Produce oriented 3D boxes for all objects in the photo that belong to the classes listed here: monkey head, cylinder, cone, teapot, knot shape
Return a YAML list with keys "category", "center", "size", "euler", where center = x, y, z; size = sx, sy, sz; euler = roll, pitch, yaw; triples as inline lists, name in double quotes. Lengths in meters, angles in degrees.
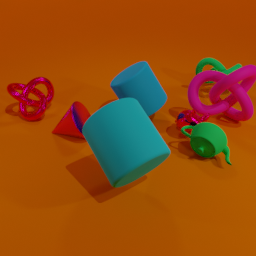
- category: "monkey head"
  center: [1.802, -0.256, 7.861]
  size: [0.891, 1.239, 0.746]
  euler: [-44, 90, -13]
- category: "cylinder"
  center: [-0.046, 0.308, 5.808]
  size: [1.364, 1.364, 1.364]
  euler: [-22, 69, -29]
- category: "cone"
  center: [-1.735, -0.048, 7.996]
  size: [1.116, 1.112, 1.112]
  euler: [-20, 29, 18]
- category: "teapot"
  center: [2.014, 0.377, 7.047]
  size: [1.506, 0.936, 0.737]
  euler: [33, 55, 17]
- category: "knot shape"
  center: [-2.943, -1.041, 8.870]
  size: [1.362, 0.672, 1.455]
  euler: [-37, 87, -30]
- category: "knot shape"
  center: [2.922, -0.893, 8.197]
  size: [2.015, 1.886, 0.931]
  euler: [-20, 38, 30]
- category: "cylinder"
  center: [0.327, -1.126, 8.445]
  size: [1.283, 1.283, 1.283]
  euler: [-29, 24, 14]
- category: "knot shape"
  center: [3.331, -1.901, 10.017]
  size: [1.597, 0.738, 1.495]
  euler: [14, -4, 42]
